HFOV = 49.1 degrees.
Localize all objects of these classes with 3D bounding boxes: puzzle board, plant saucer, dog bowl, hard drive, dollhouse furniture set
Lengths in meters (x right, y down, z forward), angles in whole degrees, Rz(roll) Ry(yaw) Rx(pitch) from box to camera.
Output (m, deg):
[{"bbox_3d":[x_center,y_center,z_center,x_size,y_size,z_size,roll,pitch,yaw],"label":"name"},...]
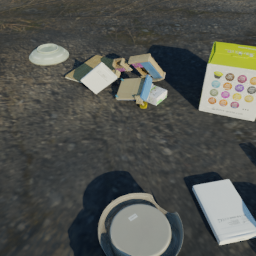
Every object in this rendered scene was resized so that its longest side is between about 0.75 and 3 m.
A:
[{"bbox_3d":[-1.485,-2.805,13.859,1.993,0.230,2.644,21,44,21],"label":"puzzle board"},{"bbox_3d":[-4.302,-4.100,15.178,2.132,0.535,2.132,0,39,0],"label":"plant saucer"},{"bbox_3d":[0.302,2.629,6.952,2.075,0.608,2.075,0,39,0],"label":"dog bowl"},{"bbox_3d":[-1.202,-2.024,11.527,1.360,0.897,0.179,-28,31,40],"label":"hard drive"},{"bbox_3d":[2.661,2.241,7.714,1.173,0.237,1.778,-8,41,-9],"label":"hard drive"},{"bbox_3d":[0.315,-1.792,12.414,2.194,1.517,2.324,2,67,36],"label":"dollhouse furniture set"}]

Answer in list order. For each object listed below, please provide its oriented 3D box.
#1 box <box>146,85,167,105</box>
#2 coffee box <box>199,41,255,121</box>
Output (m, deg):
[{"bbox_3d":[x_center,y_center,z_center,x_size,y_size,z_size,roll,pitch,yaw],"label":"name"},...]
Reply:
[{"bbox_3d":[1.155,-1.422,12.023,0.729,0.399,0.826,26,46,28],"label":"box"},{"bbox_3d":[4.231,-1.950,11.259,2.192,2.171,2.195,13,41,15],"label":"coffee box"}]
